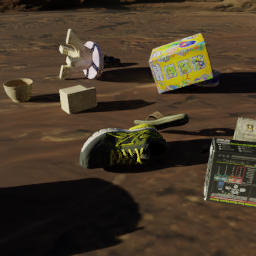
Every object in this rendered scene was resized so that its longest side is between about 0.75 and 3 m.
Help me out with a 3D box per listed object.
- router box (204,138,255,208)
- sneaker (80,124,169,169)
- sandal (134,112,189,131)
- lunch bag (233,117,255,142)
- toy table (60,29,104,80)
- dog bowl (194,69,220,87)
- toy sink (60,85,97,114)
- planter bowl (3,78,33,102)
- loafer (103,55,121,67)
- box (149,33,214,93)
[{"bbox_3d":[2.660,1.009,6.040,1.848,1.385,0.574,6,30,11],"label":"router box"},{"bbox_3d":[-0.009,0.530,7.393,2.569,0.957,1.087,-18,33,-30],"label":"sneaker"},{"bbox_3d":[1.027,-0.264,8.610,1.697,0.484,0.674,-9,-20,21],"label":"sandal"},{"bbox_3d":[3.526,0.138,8.217,0.714,0.870,0.512,10,29,17],"label":"lunch bag"},{"bbox_3d":[-2.335,-3.414,13.581,1.536,2.410,2.622,3,19,-28],"label":"toy table"},{"bbox_3d":[3.690,-2.423,13.380,1.314,0.517,1.314,0,28,0],"label":"dog bowl"},{"bbox_3d":[-1.898,-1.148,10.708,1.218,0.794,0.682,-20,34,-31],"label":"toy sink"},{"bbox_3d":[-4.414,-1.494,11.403,1.106,0.745,1.106,0,28,0],"label":"planter bowl"},{"bbox_3d":[-1.353,-3.823,15.831,2.116,0.666,0.761,-15,32,-26],"label":"loafer"},{"bbox_3d":[2.372,-2.941,12.586,2.391,1.515,2.483,-15,25,16],"label":"box"}]
